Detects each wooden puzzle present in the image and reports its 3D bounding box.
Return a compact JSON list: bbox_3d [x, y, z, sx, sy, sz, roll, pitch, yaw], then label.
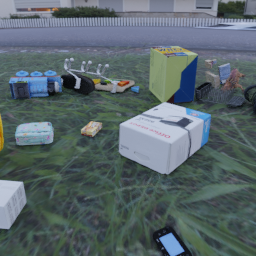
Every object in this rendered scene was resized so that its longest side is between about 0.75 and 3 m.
[{"bbox_3d":[-0.734,-2.417,15.344,2.965,0.347,2.000,6,24,11],"label":"wooden puzzle"}]

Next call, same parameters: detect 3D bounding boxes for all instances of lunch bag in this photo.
[{"bbox_3d":[-3.203,0.197,9.700,1.262,0.486,1.012,-5,26,-10],"label":"lunch bag"}]

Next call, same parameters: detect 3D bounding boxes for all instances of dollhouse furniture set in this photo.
[{"bbox_3d":[5.233,-3.073,15.394,1.616,1.525,1.054,-17,28,-7],"label":"dollhouse furniture set"}]

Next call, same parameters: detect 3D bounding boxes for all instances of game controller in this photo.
[{"bbox_3d":[0.861,2.330,5.539,0.476,0.192,0.912,-10,26,-20],"label":"game controller"}]

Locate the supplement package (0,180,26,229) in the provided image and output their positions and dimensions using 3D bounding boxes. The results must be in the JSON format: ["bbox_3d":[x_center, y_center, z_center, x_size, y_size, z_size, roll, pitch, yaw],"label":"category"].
[{"bbox_3d":[-2.918,1.699,6.327,0.843,0.649,0.882,3,25,6],"label":"supplement package"}]

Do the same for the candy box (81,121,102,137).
[{"bbox_3d":[-1.335,0.032,10.352,0.467,0.224,0.808,9,27,18],"label":"candy box"}]

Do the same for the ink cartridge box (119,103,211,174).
[{"bbox_3d":[1.215,0.186,8.987,1.867,1.077,2.573,21,32,34],"label":"ink cartridge box"}]

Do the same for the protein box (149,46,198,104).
[{"bbox_3d":[2.113,-2.628,13.593,1.531,2.253,2.269,-6,26,-12],"label":"protein box"}]

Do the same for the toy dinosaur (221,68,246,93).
[{"bbox_3d":[5.480,-2.563,14.534,1.252,1.848,0.793,29,-24,-36],"label":"toy dinosaur"}]

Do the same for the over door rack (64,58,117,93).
[{"bbox_3d":[-1.991,-2.946,14.869,2.194,0.989,2.970,3,29,-28],"label":"over door rack"}]

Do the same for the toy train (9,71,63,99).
[{"bbox_3d":[-4.593,-2.150,14.052,2.603,1.128,1.487,-3,34,-11],"label":"toy train"}]

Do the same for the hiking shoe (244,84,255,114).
[{"bbox_3d":[5.749,-1.137,11.787,1.467,1.103,2.914,-6,27,-20],"label":"hiking shoe"}]

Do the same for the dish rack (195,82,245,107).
[{"bbox_3d":[4.442,-1.595,13.386,2.183,0.595,1.674,17,31,31],"label":"dish rack"}]

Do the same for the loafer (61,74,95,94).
[{"bbox_3d":[-2.529,-2.484,14.805,2.586,0.944,0.923,23,35,40],"label":"loafer"}]

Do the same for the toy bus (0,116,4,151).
[{"bbox_3d":[-4.748,0.730,7.172,2.951,2.002,2.833,-8,40,-23],"label":"toy bus"}]
